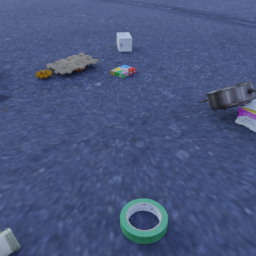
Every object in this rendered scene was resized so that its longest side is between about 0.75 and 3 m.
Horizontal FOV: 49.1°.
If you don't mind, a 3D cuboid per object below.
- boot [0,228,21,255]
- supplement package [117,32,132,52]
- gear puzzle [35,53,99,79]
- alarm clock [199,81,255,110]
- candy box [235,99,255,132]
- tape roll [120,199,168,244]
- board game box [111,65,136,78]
[{"bbox_3d":[-2.284,1.880,4.619,0.899,0.324,0.695,31,44,30],"label":"boot"},{"bbox_3d":[-0.191,-4.236,13.759,0.634,0.658,1.157,-3,32,-7],"label":"supplement package"},{"bbox_3d":[-2.485,-2.401,11.296,2.589,0.339,1.341,-30,45,-33],"label":"gear puzzle"},{"bbox_3d":[3.035,-0.916,7.863,1.264,0.624,1.873,-19,3,-29],"label":"alarm clock"},{"bbox_3d":[4.111,-0.408,7.943,1.787,0.545,1.219,-24,40,-32],"label":"candy box"},{"bbox_3d":[0.286,1.662,5.064,0.855,0.206,0.855,0,33,0],"label":"tape roll"},{"bbox_3d":[-0.178,-2.256,11.152,0.636,0.168,0.831,24,40,32],"label":"board game box"}]
